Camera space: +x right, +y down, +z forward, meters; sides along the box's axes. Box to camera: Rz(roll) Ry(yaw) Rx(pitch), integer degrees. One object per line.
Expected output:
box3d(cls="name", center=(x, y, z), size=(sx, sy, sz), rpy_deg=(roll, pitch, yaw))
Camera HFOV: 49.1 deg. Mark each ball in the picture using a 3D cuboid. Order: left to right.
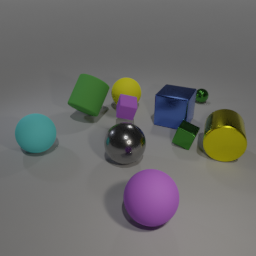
box3d(cls="ball", center=(-3.260, 0.184, 9.930), size=(1.400, 1.400, 1.400), rpy_deg=(0, 29, 0))
box3d(cls="ball", center=(-0.095, 0.507, 9.361), size=(1.400, 1.400, 1.400), rpy_deg=(0, 29, 0))
box3d(cls="ball", center=(-0.077, -1.645, 13.089), size=(1.400, 1.400, 1.400), rpy_deg=(0, 29, 0))
box3d(cls="ball", center=(0.584, 1.740, 7.054), size=(1.400, 1.400, 1.400), rpy_deg=(0, 29, 0))
box3d(cls="ball", center=(3.653, -1.612, 13.937), size=(0.700, 0.700, 0.700), rpy_deg=(0, 29, 0))

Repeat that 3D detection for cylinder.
box3d(cls="cylinder", center=(-1.688, -1.397, 12.053), size=(1.400, 1.400, 1.400), rpy_deg=(22, -8, 3))
box3d(cls="cylinder", center=(3.384, 0.233, 9.837), size=(1.400, 1.400, 1.400), rpy_deg=(8, 30, 14))

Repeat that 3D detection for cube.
box3d(cls="cube", center=(-0.056, -0.840, 11.311), size=(0.700, 0.700, 0.700), rpy_deg=(10, 46, -11))
box3d(cls="cube", center=(2.008, -0.906, 11.930), size=(1.400, 1.400, 1.400), rpy_deg=(13, 31, 22))
box3d(cls="cube", center=(2.146, 0.255, 10.383), size=(0.700, 0.700, 0.700), rpy_deg=(27, 36, 13))
